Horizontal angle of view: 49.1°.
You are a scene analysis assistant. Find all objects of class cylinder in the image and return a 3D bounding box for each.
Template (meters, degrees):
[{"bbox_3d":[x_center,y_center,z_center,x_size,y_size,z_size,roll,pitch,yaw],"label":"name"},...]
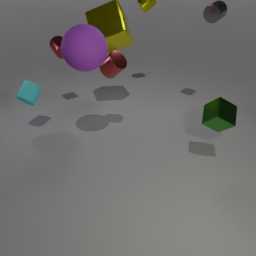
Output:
[{"bbox_3d":[0.885,-5.955,13.271,0.700,0.700,0.700,-37,29,9],"label":"cylinder"},{"bbox_3d":[-3.698,-1.302,10.494,0.700,0.700,0.700,15,75,25],"label":"cylinder"},{"bbox_3d":[-0.509,-2.162,9.593,0.700,0.700,0.700,-32,1,-44],"label":"cylinder"},{"bbox_3d":[3.431,-4.565,11.011,0.700,0.700,0.700,21,45,33],"label":"cylinder"},{"bbox_3d":[-2.848,-3.400,11.803,0.700,0.700,0.700,-20,57,-32],"label":"cylinder"}]

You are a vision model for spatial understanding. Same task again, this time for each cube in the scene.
[{"bbox_3d":[-0.724,-4.072,11.488,1.400,1.400,1.400,-17,-10,14],"label":"cube"},{"bbox_3d":[2.733,-0.385,8.379,0.700,0.700,0.700,24,64,-20],"label":"cube"}]

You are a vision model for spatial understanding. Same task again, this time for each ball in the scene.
[{"bbox_3d":[-1.326,-2.433,8.553,1.400,1.400,1.400,0,29,0],"label":"ball"}]
